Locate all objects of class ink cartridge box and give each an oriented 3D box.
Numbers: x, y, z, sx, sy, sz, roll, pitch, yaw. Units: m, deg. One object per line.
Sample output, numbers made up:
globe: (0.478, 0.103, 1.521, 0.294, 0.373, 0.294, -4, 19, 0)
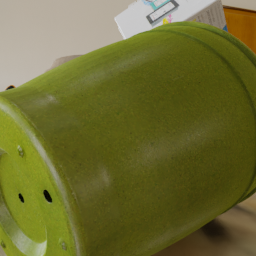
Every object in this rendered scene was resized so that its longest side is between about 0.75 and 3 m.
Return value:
ink cartridge box: (1.444, -3.160, 9.236, 2.850, 2.081, 2.091, -31, -36, 11)

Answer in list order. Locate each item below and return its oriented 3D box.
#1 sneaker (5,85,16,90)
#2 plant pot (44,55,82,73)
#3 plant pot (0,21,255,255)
sneaker: (-2.016, -0.656, 7.429, 2.566, 0.991, 1.004, -3, -24, -42)
plant pot: (-0.304, -0.282, 3.757, 2.603, 1.201, 2.603, 1, 5, 0)
plant pot: (-0.045, 0.102, 1.239, 1.068, 1.068, 1.029, 5, 19, 43)
